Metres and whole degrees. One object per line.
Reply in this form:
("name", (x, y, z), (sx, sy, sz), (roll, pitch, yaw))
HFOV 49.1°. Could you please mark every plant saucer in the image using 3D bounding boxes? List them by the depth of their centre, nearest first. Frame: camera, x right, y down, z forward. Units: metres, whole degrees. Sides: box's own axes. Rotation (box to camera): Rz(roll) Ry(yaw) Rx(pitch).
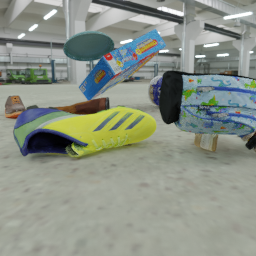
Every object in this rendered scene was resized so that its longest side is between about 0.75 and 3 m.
("plant saucer", (-1.414, -2.971, 10.113), (1.844, 0.253, 1.844), (-9, -14, -2))

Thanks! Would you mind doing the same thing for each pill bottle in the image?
("pill bottle", (2.298, -1.682, 13.216), (1.525, 1.525, 2.548), (-8, 14, -37))

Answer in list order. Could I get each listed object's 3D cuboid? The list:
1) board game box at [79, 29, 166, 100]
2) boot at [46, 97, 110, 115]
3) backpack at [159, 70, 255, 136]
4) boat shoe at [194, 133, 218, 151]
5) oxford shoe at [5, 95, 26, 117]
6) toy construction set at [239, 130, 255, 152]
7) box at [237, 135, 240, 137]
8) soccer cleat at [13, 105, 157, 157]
("board game box", (-0.314, -2.533, 11.627), (2.883, 0.823, 2.944), (-36, 4, -29))
("boot", (-1.883, -0.730, 10.146), (2.344, 0.802, 2.206), (-3, 12, -14))
("backpack", (1.476, -0.414, 4.894), (1.678, 1.290, 1.369), (-10, -16, -3))
("boat shoe", (1.770, 0.096, 6.372), (0.526, 0.561, 1.521), (9, 14, 16))
("oxford shoe", (-4.394, -0.854, 10.791), (0.763, 0.780, 2.139), (-7, 13, -33))
("toy construction set", (3.211, -0.043, 5.691), (1.865, 1.555, 1.433), (26, 7, 19))
("box", (3.387, 0.172, 7.066), (1.021, 0.166, 0.619), (-2, 11, -20))
("soccer cleat", (-0.752, 0.177, 5.777), (2.995, 0.968, 1.253), (1, 40, -20))
